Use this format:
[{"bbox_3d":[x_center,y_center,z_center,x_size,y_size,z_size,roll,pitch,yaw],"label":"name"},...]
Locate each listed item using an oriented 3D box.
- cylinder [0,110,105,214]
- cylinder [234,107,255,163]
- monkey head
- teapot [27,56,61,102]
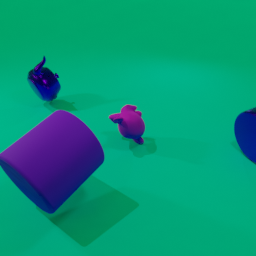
[{"bbox_3d":[-1.308,0.569,4.916,1.308,1.308,1.308,23,53,33],"label":"cylinder"},{"bbox_3d":[3.374,0.033,6.418,1.296,1.296,1.296,-20,35,-14],"label":"cylinder"},{"bbox_3d":[-0.055,-0.088,6.901,0.927,1.289,0.777,-12,55,26],"label":"monkey head"},{"bbox_3d":[-2.546,-1.451,8.677,0.875,1.787,1.111,-39,64,-20],"label":"teapot"}]
